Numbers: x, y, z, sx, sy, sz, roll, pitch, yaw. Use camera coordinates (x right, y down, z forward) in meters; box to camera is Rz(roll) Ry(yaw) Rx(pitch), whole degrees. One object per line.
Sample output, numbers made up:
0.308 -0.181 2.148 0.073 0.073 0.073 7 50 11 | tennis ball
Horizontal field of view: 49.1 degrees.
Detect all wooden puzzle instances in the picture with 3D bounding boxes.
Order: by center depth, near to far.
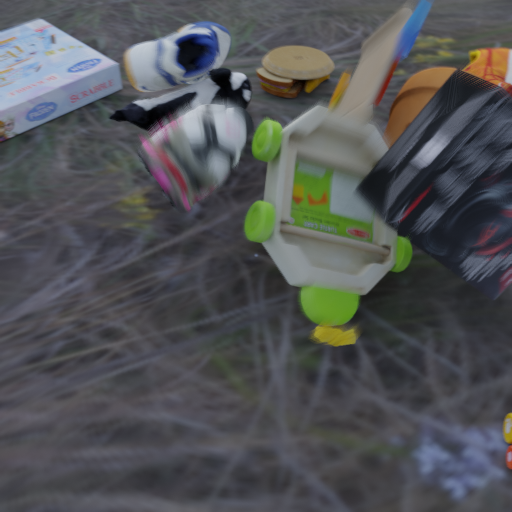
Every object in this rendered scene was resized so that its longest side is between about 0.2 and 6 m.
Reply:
1.704 -2.648 8.449 0.317 1.829 2.711 22 2 -12 | wooden puzzle

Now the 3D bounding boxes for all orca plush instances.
-0.993 -2.445 9.864 1.078 1.595 3.032 61 33 -2 | orca plush

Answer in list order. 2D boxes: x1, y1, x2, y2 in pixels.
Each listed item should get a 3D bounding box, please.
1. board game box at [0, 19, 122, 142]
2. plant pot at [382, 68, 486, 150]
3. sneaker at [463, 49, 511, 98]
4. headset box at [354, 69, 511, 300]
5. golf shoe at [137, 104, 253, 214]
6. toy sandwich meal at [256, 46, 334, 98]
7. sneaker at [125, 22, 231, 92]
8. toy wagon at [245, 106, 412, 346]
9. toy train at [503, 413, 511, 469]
-4.846 -3.647 11.369 3.003 0.618 2.996 -35 56 -29 | board game box
2.774 -1.610 8.629 2.052 2.052 1.437 29 69 25 | plant pot
4.257 -2.949 10.562 1.243 1.176 3.223 5 37 25 | sneaker
2.704 -0.697 6.692 2.427 1.804 0.910 29 19 -29 | headset box
-0.730 -1.344 7.359 1.373 1.083 2.982 -35 17 -2 | golf shoe
0.833 -3.829 11.650 1.642 0.562 1.642 2 42 -1 | toy sandwich meal
-0.995 -3.402 9.554 1.143 0.976 2.593 2 33 34 | sneaker
0.982 -0.380 7.377 2.396 0.611 3.089 12 78 -27 | toy wagon
3.770 1.859 6.096 2.177 0.605 1.635 -30 53 -27 | toy train
